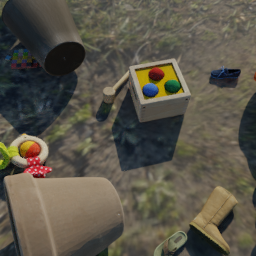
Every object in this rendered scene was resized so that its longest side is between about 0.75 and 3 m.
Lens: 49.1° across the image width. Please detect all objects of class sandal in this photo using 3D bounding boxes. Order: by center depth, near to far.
[{"bbox_3d":[0.882,2.513,5.922,0.913,0.261,0.363,-39,66,-20],"label":"sandal"}]

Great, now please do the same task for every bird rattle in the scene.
[{"bbox_3d":[-2.444,0.656,6.800,1.437,0.809,1.171,19,45,8],"label":"bird rattle"}]

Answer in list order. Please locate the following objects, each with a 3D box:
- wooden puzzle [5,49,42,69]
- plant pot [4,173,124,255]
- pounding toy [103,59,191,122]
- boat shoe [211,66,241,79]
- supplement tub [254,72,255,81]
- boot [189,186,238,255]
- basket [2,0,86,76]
[{"bbox_3d":[-3.221,-2.194,8.826,1.317,0.093,0.781,-4,59,-2],"label":"wooden puzzle"},{"bbox_3d":[-1.205,1.813,5.478,1.949,2.235,2.235,-12,58,-28],"label":"plant pot"},{"bbox_3d":[0.344,-1.214,7.724,2.148,0.983,1.887,-11,60,-7],"label":"pounding toy"},{"bbox_3d":[2.935,-1.700,8.411,0.876,0.301,0.369,-6,59,-3],"label":"boat shoe"},{"bbox_3d":[4.646,-0.884,7.188,1.578,1.578,2.576,-28,63,-16],"label":"supplement tub"},{"bbox_3d":[2.067,2.003,6.162,1.024,0.387,1.169,40,66,21],"label":"boot"},{"bbox_3d":[-2.371,-2.827,8.405,2.085,1.572,2.312,-26,66,-15],"label":"basket"}]
